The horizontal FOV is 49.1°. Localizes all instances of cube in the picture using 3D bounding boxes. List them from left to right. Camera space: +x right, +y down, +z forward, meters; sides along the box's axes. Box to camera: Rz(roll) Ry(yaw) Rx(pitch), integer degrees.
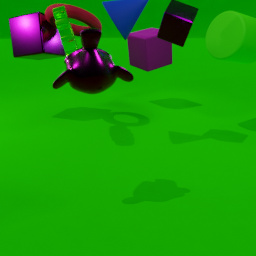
[{"bbox_3d":[-3.046,-3.072,9.554,1.284,1.284,1.284,-1,9,23],"label":"cube"},{"bbox_3d":[0.867,-3.132,11.111,1.287,1.287,1.287,-23,34,-26],"label":"cube"},{"bbox_3d":[1.288,-2.724,7.286,0.754,0.754,0.754,23,53,5],"label":"cube"}]

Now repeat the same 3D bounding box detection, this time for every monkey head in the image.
[{"bbox_3d":[-0.590,-1.047,4.616,1.367,0.983,0.824,-8,62,-18],"label":"monkey head"}]

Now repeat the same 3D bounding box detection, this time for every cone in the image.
[{"bbox_3d":[0.100,-2.978,7.033,1.083,1.079,1.079,-31,17,11],"label":"cone"}]

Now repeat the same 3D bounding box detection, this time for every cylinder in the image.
[{"bbox_3d":[3.250,-2.646,8.314,1.336,1.336,1.336,-3,18,-35],"label":"cylinder"}]

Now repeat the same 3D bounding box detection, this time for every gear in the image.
[{"bbox_3d":[-1.572,-2.340,7.477,0.306,1.655,1.655,-17,22,-4],"label":"gear"}]

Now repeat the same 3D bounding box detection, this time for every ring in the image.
[{"bbox_3d":[-1.699,-3.338,8.810,1.788,0.358,1.788,12,-3,1],"label":"ring"}]
